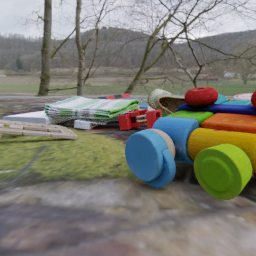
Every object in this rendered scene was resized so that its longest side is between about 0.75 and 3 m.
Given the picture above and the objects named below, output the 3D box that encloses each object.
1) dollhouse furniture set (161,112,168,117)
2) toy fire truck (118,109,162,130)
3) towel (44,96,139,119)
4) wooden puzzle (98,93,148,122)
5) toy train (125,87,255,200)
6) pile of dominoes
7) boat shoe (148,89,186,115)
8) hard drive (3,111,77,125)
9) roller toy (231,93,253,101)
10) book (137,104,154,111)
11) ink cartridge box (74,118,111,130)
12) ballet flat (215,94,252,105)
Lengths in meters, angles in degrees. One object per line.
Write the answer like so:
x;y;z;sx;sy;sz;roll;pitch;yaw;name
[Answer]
0.941;-0.240;9.627;0.706;0.545;1.412;-13;-6;-29;dollhouse furniture set
0.470;-0.291;8.222;1.376;0.475;1.951;-7;7;21;toy fire truck
-1.188;-0.761;9.236;2.611;0.401;1.948;4;20;29;towel
-0.529;-0.761;10.372;2.669;0.188;1.583;-10;36;-14;wooden puzzle
1.422;0.263;3.103;1.646;1.204;2.845;-21;20;-40;toy train
-2.776;0.144;7.163;2.657;0.423;2.071;6;5;-19;pile of dominoes
1.738;-0.517;8.442;2.356;0.864;0.738;13;10;-18;boat shoe
-3.053;-0.372;10.166;1.572;0.318;2.384;2;8;14;hard drive
4.989;-0.885;11.625;1.214;0.930;1.331;-8;16;1;roller toy
-0.268;-0.824;12.660;1.905;0.685;2.852;-1;6;-32;book
-1.079;-0.131;8.749;0.930;0.233;1.071;8;9;5;ink cartridge box
2.447;-0.353;7.164;0.847;0.872;2.451;-21;15;-8;ballet flat
